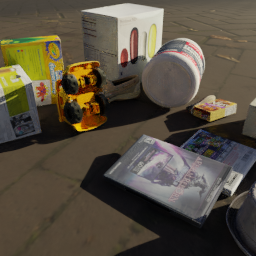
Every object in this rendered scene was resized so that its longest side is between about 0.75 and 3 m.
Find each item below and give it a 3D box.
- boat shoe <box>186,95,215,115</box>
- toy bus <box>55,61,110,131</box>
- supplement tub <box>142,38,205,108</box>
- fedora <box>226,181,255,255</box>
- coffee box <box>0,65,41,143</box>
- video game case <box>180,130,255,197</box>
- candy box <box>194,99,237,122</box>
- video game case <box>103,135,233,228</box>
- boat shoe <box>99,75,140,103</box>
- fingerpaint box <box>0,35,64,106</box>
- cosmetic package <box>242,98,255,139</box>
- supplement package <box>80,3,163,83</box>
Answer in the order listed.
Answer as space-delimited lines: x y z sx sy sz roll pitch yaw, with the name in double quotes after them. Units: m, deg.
2.527 -0.856 9.714 1.205 0.438 0.378 -28 34 -24 "boat shoe"
-1.655 -1.074 8.721 1.328 1.957 1.879 -22 26 -39 "toy bus"
1.765 -2.131 10.349 1.960 1.960 2.792 10 33 16 "supplement tub"
3.114 1.630 5.001 2.475 1.117 2.189 15 34 23 "fedora"
-3.725 -0.715 8.312 1.649 1.668 1.665 -17 35 -26 "coffee box"
2.203 0.791 7.253 1.757 0.222 1.928 23 39 33 "video game case"
2.902 -0.618 9.331 1.266 0.357 0.739 -16 27 -29 "candy box"
0.909 1.067 6.542 2.466 0.234 1.762 19 44 31 "video game case"
-0.807 -1.402 10.169 2.683 0.871 0.968 -12 30 -18 "boat shoe"
-3.209 -1.947 9.773 1.884 2.259 0.828 -12 32 -17 "fingerpaint box"
4.968 -0.058 7.847 2.916 1.036 1.534 22 37 31 "cosmetic package"
-0.190 -3.426 11.636 2.081 2.829 2.706 27 41 36 "supplement package"
